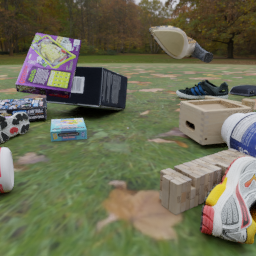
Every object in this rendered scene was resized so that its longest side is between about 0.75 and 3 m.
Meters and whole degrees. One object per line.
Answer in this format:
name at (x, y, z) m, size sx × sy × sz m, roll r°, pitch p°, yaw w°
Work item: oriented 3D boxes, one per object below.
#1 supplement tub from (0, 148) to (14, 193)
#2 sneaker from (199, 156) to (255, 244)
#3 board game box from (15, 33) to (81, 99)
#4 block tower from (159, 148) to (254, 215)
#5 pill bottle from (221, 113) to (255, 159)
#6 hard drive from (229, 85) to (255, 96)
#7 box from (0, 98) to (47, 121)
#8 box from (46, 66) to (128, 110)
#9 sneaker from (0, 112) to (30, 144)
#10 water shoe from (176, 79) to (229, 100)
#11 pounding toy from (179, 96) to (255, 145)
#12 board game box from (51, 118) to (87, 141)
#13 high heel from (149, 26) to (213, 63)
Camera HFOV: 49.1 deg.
supplement tub at (-2.836, 0.844, 5.244) m, size 1.231 × 0.864 × 0.864 m, roll -5°, pitch 17°, yaw -18°
sneaker at (1.917, 1.158, 4.561) m, size 0.847 × 0.803 × 2.063 m, roll 16°, pitch 32°, yaw 32°
board game box at (-1.786, -1.508, 6.566) m, size 1.153 × 0.310 × 1.920 m, roll 10°, pitch 50°, yaw -10°
block tower at (1.552, 0.939, 5.384) m, size 2.186 × 0.632 × 0.590 m, roll -9°, pitch 19°, yaw -33°
pill bottle at (3.043, 0.343, 6.336) m, size 1.225 × 1.225 × 2.207 m, roll -3°, pitch 16°, yaw -9°
hard drive at (7.189, -2.257, 16.676) m, size 2.094 × 0.443 × 1.412 m, roll -12°, pitch 20°, yaw -35°
box at (-4.474, -0.740, 11.211) m, size 2.372 × 0.594 × 2.390 m, roll -4°, pitch 16°, yaw -15°
box at (-1.634, -1.622, 11.710) m, size 2.498 × 1.548 × 2.455 m, roll 6°, pitch 2°, yaw 21°
sneaker at (-3.964, 0.058, 8.509) m, size 0.910 × 0.879 × 2.181 m, roll -10°, pitch 3°, yaw 21°
water shoe at (3.929, -2.058, 14.835) m, size 2.752 × 1.086 × 0.984 m, roll 9°, pitch 18°, yaw 28°
pounding toy at (2.874, -0.297, 8.733) m, size 2.414 × 1.105 × 2.121 m, roll -4°, pitch 17°, yaw -15°
board game box at (-1.925, 0.022, 9.036) m, size 1.065 × 0.331 × 1.411 m, roll -4°, pitch 17°, yaw -13°
high heel at (1.711, -3.292, 10.673) m, size 2.752 × 0.983 × 1.962 m, roll 17°, pitch 22°, yaw -25°
